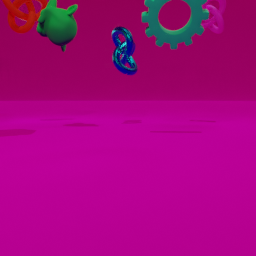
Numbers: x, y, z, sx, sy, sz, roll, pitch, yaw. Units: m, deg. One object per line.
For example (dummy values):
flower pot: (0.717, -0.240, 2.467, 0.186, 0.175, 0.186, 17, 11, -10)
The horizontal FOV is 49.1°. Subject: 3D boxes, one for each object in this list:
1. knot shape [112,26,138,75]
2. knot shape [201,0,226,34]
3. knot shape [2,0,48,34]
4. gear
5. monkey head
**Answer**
knot shape: (-0.125, -2.539, 9.041, 0.720, 1.457, 1.557, -7, 34, 7)
knot shape: (2.489, -3.505, 8.778, 1.113, 1.189, 0.549, 3, 26, 42)
knot shape: (-3.499, -4.002, 9.178, 1.496, 1.400, 0.691, -45, 27, -6)
gear: (0.961, -2.310, 5.769, 1.328, 1.328, 0.246, 0, 38, 4)
monkey head: (-1.851, -2.894, 7.615, 1.013, 1.210, 1.681, 17, -30, -16)
